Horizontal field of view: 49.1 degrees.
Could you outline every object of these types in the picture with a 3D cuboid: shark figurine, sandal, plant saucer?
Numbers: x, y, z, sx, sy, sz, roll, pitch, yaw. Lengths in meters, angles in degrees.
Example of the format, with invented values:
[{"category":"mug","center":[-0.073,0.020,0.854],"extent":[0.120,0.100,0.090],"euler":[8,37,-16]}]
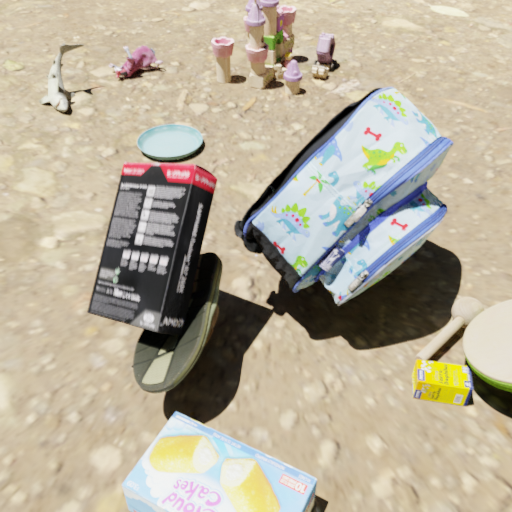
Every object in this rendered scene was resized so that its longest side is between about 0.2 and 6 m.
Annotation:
[{"category":"shark figurine","center":[-5.124,-4.639,14.921],"extent":[1.184,1.982,0.827],"euler":[-4,-10,40]},{"category":"sandal","center":[-0.902,0.914,7.828],"extent":[0.964,0.692,2.427],"euler":[-6,39,23]},{"category":"plant saucer","center":[-2.018,-2.646,13.161],"extent":[1.527,0.209,1.527],"euler":[0,42,0]}]

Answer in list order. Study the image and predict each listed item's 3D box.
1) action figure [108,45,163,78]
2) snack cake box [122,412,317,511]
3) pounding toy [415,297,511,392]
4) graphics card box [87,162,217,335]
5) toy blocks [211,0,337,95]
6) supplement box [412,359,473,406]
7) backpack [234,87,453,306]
[{"category":"action figure","center":[-3.582,-5.504,16.262],"extent":[0.931,1.035,1.391],"euler":[-16,34,55]},{"category":"snack cake box","center":[-0.419,2.807,6.548],"extent":[1.970,0.662,1.133],"euler":[19,43,21]},{"category":"pounding toy","center":[3.712,1.485,8.027],"extent":[2.222,1.031,1.715],"euler":[6,40,46]},{"category":"graphics card box","center":[-1.379,-0.132,7.402],"extent":[1.349,0.547,2.151],"euler":[8,82,33]},{"category":"toy blocks","center":[0.582,-6.280,15.588],"extent":[2.958,2.490,2.764],"euler":[16,43,18]},{"category":"supplement box","center":[2.615,1.788,7.909],"extent":[0.752,0.412,0.409],"euler":[7,41,8]},{"category":"backpack","center":[1.623,-0.857,8.532],"extent":[2.191,2.981,2.728],"euler":[45,22,7]}]
